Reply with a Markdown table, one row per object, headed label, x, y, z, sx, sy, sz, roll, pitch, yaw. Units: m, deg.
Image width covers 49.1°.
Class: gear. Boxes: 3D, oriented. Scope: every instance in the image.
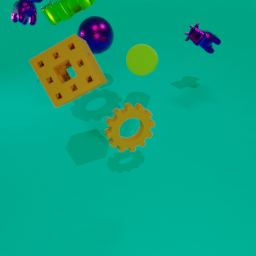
| label | x | y | z | sx | sy | sz | roll | pitch | yaw |
| --- | --- | --- | --- | --- | --- | --- | --- | --- | --- |
| gear | -0.926 | -2.868 | 5.915 | 1.941 | 0.359 | 1.941 | -24 | 33 | 16 |
| gear | 0.041 | 0.003 | 5.903 | 1.057 | 1.057 | 0.195 | -14 | 30 | -17 |

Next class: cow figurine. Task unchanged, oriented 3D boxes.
| label | x | y | z | sx | sy | sz | roll | pitch | yaw |
| --- | --- | --- | --- | --- | --- | --- | --- | --- | --- |
| cow figurine | -2.977 | -3.697 | 8.254 | 0.693 | 1.243 | 1.263 | -1 | 17 | -42 |
| cow figurine | 2.394 | -2.942 | 9.083 | 1.203 | 0.671 | 1.223 | 30 | 31 | -10 |

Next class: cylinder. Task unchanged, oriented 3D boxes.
| label | x | y | z | sx | sy | sz | roll | pitch | yaw |
| --- | --- | --- | --- | --- | --- | --- | --- | --- | --- |
| cylinder | 0.430 | -1.975 | 8.170 | 0.857 | 0.857 | 0.857 | 6 | 13 | 8 |

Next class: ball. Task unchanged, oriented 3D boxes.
| label | x | y | z | sx | sy | sz | roll | pitch | yaw |
| --- | --- | --- | --- | --- | --- | --- | --- | --- | --- |
| ball | -1.061 | -3.043 | 9.200 | 1.198 | 1.198 | 1.198 | 0 | 38 | 0 |

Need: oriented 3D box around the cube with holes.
| label | x | y | z | sx | sy | sz | roll | pitch | yaw |
| --- | --- | --- | --- | --- | --- | --- | --- | --- | --- |
| cube with holes | -1.025 | -1.010 | 5.071 | 0.892 | 0.892 | 0.892 | -27 | 8 | 7 |
